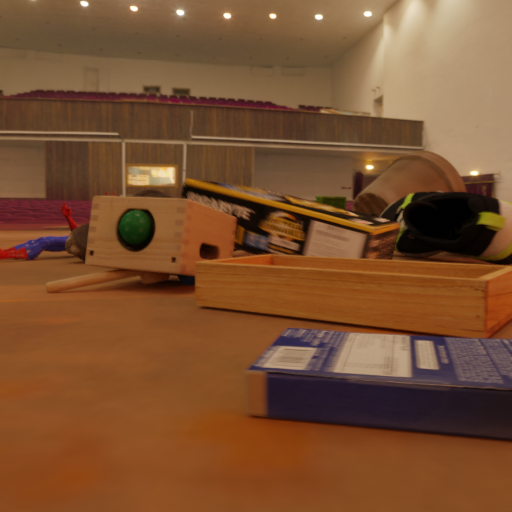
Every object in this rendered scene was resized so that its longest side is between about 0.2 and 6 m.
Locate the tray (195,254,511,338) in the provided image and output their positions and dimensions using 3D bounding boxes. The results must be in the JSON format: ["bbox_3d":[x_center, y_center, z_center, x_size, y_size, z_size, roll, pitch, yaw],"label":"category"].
[{"bbox_3d":[0.780,0.269,4.636,2.378,0.440,1.173,4,5,35],"label":"tray"}]

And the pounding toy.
[{"bbox_3d":[-1.215,-0.048,6.222,1.412,1.091,1.534,4,-4,23],"label":"pounding toy"}]

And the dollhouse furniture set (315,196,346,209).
[{"bbox_3d":[1.445,-1.151,17.411,1.729,1.335,3.459,-1,4,-22],"label":"dollhouse furniture set"}]

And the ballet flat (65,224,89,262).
[{"bbox_3d":[-2.419,-0.253,10.210,0.589,0.857,2.543,-34,-11,30],"label":"ballet flat"}]

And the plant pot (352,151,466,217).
[{"bbox_3d":[3.598,-1.181,13.908,2.095,2.414,2.414,-24,17,-32],"label":"plant pot"}]

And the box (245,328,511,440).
[{"bbox_3d":[0.731,0.525,2.454,1.397,0.226,0.846,0,4,15],"label":"box"}]

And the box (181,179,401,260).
[{"bbox_3d":[0.647,-0.421,8.092,2.491,0.770,3.119,15,9,19],"label":"box"}]

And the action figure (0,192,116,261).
[{"bbox_3d":[-3.632,-0.580,10.483,0.894,1.356,2.741,5,4,43],"label":"action figure"}]

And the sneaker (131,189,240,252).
[{"bbox_3d":[-1.091,-0.419,9.422,1.416,1.184,3.119,27,28,32],"label":"sneaker"}]

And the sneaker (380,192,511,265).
[{"bbox_3d":[2.999,-0.698,9.625,1.473,1.276,3.557,18,-4,-25],"label":"sneaker"}]
